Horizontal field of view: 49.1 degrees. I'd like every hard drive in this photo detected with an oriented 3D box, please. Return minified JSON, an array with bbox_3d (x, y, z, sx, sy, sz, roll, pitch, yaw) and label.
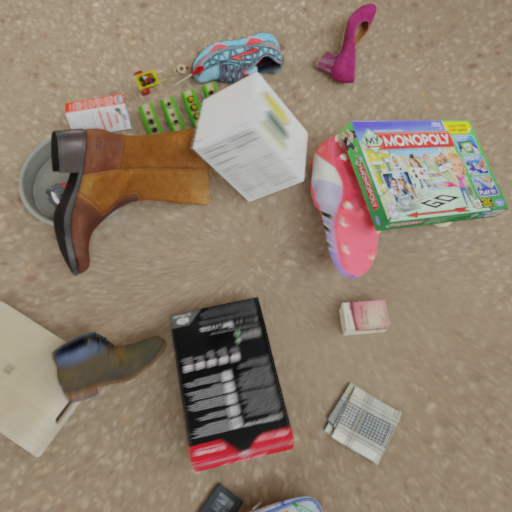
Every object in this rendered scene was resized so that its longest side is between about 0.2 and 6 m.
[{"bbox_3d":[-0.656,4.388,9.593,0.538,0.127,0.771,33,70,14],"label":"hard drive"}]

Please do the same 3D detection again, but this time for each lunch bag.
[{"bbox_3d":[0.505,5.022,8.951,1.744,0.822,2.177,-18,68,-6],"label":"lunch bag"}]

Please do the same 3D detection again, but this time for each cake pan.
[{"bbox_3d":[-3.794,-1.619,12.093,2.475,0.454,2.475,0,66,0],"label":"cake pan"}]

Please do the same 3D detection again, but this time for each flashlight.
[{"bbox_3d":[-3.614,-1.502,11.742,1.552,0.527,0.525,-39,104,-39],"label":"flashlight"}]

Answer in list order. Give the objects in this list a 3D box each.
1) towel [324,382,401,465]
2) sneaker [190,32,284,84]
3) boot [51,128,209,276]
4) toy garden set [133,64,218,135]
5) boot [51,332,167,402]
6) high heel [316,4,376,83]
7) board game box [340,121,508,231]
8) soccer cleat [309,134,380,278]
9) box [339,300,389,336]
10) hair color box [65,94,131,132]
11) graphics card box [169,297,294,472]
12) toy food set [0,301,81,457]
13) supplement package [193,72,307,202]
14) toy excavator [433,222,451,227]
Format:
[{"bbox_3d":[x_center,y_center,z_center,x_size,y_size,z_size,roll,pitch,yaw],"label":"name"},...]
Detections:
[{"bbox_3d":[1.938,3.013,10.173,1.130,0.195,1.088,29,69,13],"label":"towel"},{"bbox_3d":[-0.400,-4.480,13.142,2.284,0.906,1.091,-22,69,-9],"label":"sneaker"},{"bbox_3d":[-2.469,-1.132,11.409,3.110,1.065,2.928,-6,102,-30],"label":"boot"},{"bbox_3d":[-1.768,-3.618,12.641,1.849,0.369,1.542,-22,98,-9],"label":"toy garden set"},{"bbox_3d":[-2.571,1.722,9.838,1.973,0.956,0.737,-27,32,-19],"label":"boot"},{"bbox_3d":[2.496,-5.074,13.472,1.075,0.754,2.236,34,85,25],"label":"high heel"},{"bbox_3d":[3.447,-1.711,11.372,3.254,0.474,2.190,-8,72,-27],"label":"board game box"},{"bbox_3d":[1.688,-0.954,11.376,1.082,1.240,3.243,10,61,-26],"label":"soccer cleat"},{"bbox_3d":[2.081,1.193,10.836,0.847,0.462,0.542,-5,66,-2],"label":"box"},{"bbox_3d":[-3.539,-3.147,12.605,1.310,0.726,0.419,-10,54,-5],"label":"hair color box"},{"bbox_3d":[-0.491,2.217,9.990,1.752,0.710,2.792,-13,60,-5],"label":"graphics card box"},{"bbox_3d":[-4.448,2.194,10.330,2.581,0.780,1.852,30,62,8],"label":"toy food set"},{"bbox_3d":[-0.061,-2.338,11.303,1.402,1.861,1.412,-17,50,33],"label":"supplement package"},{"bbox_3d":[3.210,-1.552,11.887,1.960,0.979,1.906,-1,66,-10],"label":"toy excavator"}]
